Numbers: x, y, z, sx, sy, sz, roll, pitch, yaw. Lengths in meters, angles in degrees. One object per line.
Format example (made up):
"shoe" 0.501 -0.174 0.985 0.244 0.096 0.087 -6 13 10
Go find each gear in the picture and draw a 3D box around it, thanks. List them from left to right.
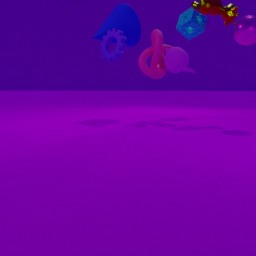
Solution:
"gear" -0.537 -2.933 9.951 1.126 1.126 0.208 7 2 41

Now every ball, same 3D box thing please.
"ball" 3.612 -2.930 8.432 0.860 0.860 0.860 0 8 0

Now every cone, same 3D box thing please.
"cone" -0.671 -3.667 10.666 1.672 1.666 1.666 -32 25 -30

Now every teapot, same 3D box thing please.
"teapot" 1.753 -2.326 9.692 0.689 0.875 1.406 -12 53 -40

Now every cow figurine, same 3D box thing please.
"cow figurine" 3.021 -4.062 9.565 1.371 0.752 1.349 -18 60 -34

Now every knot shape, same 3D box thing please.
"knot shape" 1.030 -2.506 10.140 0.801 1.622 1.733 12 -29 34

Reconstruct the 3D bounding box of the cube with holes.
"cube with holes" 2.690 -4.417 11.828 0.830 0.830 0.830 32 -27 -27
